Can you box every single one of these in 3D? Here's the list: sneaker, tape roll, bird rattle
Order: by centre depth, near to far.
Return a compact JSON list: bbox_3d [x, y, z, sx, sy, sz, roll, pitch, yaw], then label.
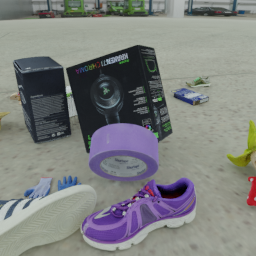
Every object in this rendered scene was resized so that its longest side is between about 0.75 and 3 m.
[{"bbox_3d":[-2.040,1.710,5.452,2.916,1.093,1.232,-18,29,-36],"label":"sneaker"},{"bbox_3d":[0.236,1.568,5.697,2.503,1.044,1.009,-15,31,-18],"label":"sneaker"},{"bbox_3d":[-0.090,0.613,6.498,1.596,1.596,0.678,1,56,2],"label":"tape roll"},{"bbox_3d":[3.637,0.934,6.697,2.053,1.419,2.518,9,25,-12],"label":"bird rattle"},{"bbox_3d":[3.531,-2.381,14.047,1.288,0.571,0.495,-3,27,-7],"label":"sneaker"}]

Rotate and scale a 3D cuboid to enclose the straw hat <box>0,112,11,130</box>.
[{"bbox_3d":[-4.652,-0.126,9.585,1.421,0.601,1.421,-8,13,2],"label":"straw hat"}]

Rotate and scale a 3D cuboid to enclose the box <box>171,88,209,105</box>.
[{"bbox_3d":[2.722,-1.422,12.513,0.917,0.245,1.514,-18,33,-32],"label":"box"}]

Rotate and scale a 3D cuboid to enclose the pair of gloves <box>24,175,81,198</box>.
[{"bbox_3d":[-1.833,1.512,6.854,1.310,0.149,1.053,1,27,1],"label":"pair of gloves"}]

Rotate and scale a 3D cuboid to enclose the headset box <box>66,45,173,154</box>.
[{"bbox_3d":[-0.207,-0.639,7.666,2.268,2.605,1.208,-9,7,27],"label":"headset box"}]

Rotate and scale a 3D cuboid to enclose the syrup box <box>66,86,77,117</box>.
[{"bbox_3d":[-1.868,-1.266,11.431,0.929,0.961,2.359,23,35,38],"label":"syrup box"}]

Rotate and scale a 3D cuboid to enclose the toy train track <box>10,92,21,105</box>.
[{"bbox_3d":[-3.936,-1.498,12.488,2.611,0.425,1.498,1,27,1],"label":"toy train track"}]

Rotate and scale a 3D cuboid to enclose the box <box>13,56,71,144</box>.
[{"bbox_3d":[-2.834,-0.995,9.274,1.255,2.406,1.780,-14,30,-25],"label":"box"}]
